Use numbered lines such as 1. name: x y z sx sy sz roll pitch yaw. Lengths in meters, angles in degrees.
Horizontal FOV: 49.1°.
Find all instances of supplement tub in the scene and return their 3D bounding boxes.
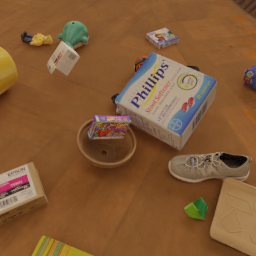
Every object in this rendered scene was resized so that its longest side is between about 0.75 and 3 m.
1. supplement tub: 0.805 -2.637 13.155 0.966 0.966 1.577 -6 50 -5

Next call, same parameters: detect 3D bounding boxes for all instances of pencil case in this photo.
1. pencil case: 6.366 -1.977 12.551 0.924 1.029 2.369 -27 54 -35

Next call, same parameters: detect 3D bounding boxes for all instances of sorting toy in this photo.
1. sorting toy: 3.329 2.674 8.910 2.879 0.424 2.128 21 57 13

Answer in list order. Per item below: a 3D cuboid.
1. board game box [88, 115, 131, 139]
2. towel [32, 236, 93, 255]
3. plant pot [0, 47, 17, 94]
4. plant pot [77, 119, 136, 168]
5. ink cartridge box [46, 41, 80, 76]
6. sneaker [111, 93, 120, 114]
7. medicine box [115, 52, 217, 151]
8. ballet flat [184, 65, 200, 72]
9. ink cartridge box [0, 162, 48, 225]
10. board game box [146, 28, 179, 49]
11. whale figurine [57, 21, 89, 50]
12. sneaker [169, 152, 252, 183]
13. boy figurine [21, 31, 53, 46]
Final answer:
1. board game box: -0.617 -0.017 9.290 1.251 0.841 0.280 0 47 -28
2. towel: -1.537 4.045 7.891 2.641 0.238 1.137 16 56 12
3. plant pot: -6.359 -2.195 11.716 2.935 2.935 2.761 26 39 21
4. plant pot: -0.811 0.680 10.168 2.098 0.968 2.098 7 50 -8
5. ink cartridge box: -2.842 -2.894 12.094 1.312 0.627 1.495 -52 36 11
6. sneaker: -0.482 -1.092 12.151 0.635 0.438 1.142 18 47 8
7. medicine box: 1.479 -1.079 10.942 2.921 1.503 2.660 30 75 22
8. ballet flat: 2.641 -2.834 13.774 1.726 0.490 0.574 11 84 14
9. ink cartridge box: -3.736 2.140 9.211 1.791 0.673 1.475 -23 54 -17
10. board game box: 1.923 -5.044 15.697 1.322 0.272 1.319 -24 53 -19
11. whale figurine: -2.998 -4.889 14.977 1.757 1.146 2.208 13 50 11
12. sneaker: 2.838 1.172 9.719 2.835 1.162 1.059 0 49 0
13. boy figurine: -4.991 -4.878 15.390 1.705 0.549 1.060 11 47 13
